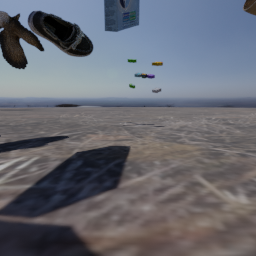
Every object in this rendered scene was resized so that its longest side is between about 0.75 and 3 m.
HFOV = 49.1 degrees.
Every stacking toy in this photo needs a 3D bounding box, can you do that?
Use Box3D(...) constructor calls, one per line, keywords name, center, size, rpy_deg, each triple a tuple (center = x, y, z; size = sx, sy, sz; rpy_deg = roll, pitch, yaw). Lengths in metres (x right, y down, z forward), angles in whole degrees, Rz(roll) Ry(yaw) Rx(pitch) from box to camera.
Box3D(name="stacking toy", center=(0.750, -2.368, 12.575), size=(1.762, 1.329, 0.414), rpy_deg=(16, 29, 34))

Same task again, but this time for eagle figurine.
Box3D(name="eagle figurine", center=(-3.716, -3.074, 9.483), size=(1.298, 1.719, 1.305), rpy_deg=(-17, -20, -23))

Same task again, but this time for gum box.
Box3D(name="gum box", center=(-0.136, -3.623, 7.467), size=(0.407, 1.828, 1.553), rpy_deg=(12, 30, 21))

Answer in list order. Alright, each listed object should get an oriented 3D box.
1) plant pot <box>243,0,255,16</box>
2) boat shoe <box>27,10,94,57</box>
Box3D(name="plant pot", center=(3.129, -2.814, 5.910), size=(0.770, 1.147, 1.147), rpy_deg=(30, 3, -6))
Box3D(name="boat shoe", center=(-1.718, -2.703, 8.193), size=(0.800, 0.865, 2.342), rpy_deg=(19, -3, 36))
